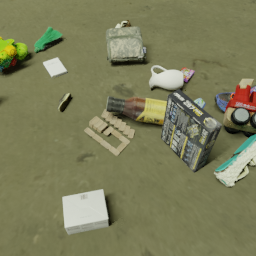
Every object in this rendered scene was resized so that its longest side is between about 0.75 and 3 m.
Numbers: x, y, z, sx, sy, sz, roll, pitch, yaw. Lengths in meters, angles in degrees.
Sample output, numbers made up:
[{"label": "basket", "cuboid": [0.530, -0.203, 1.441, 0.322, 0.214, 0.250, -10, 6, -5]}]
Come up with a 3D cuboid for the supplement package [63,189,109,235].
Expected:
[{"label": "supplement package", "cuboid": [-1.303, 2.594, 8.675, 1.275, 0.707, 0.993, -9, 53, -8]}]

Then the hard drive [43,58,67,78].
[{"label": "hard drive", "cuboid": [-3.483, -2.886, 13.386, 0.768, 0.148, 1.165, -25, 56, -18]}]

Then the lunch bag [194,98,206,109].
[{"label": "lunch bag", "cuboid": [2.351, -0.663, 10.166, 0.358, 0.868, 0.698, 46, 53, -9]}]

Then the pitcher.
[{"label": "pitcher", "cuboid": [1.712, -2.275, 12.427, 1.449, 0.879, 1.243, 1, 65, 10]}]

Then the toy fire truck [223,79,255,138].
[{"label": "toy fire truck", "cuboid": [5.114, -0.997, 10.878, 2.425, 1.772, 2.755, 12, 73, 10]}]

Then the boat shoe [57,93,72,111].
[{"label": "boat shoe", "cuboid": [-2.744, -1.097, 11.866, 0.333, 0.362, 1.013, 9, 51, 20]}]

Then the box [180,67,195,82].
[{"label": "box", "cuboid": [2.654, -2.485, 12.995, 0.586, 0.168, 0.857, 26, 49, 18]}]

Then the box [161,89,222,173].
[{"label": "box", "cuboid": [2.008, 0.152, 9.542, 0.588, 2.394, 1.930, -27, 56, -21]}]

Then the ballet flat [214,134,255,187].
[{"label": "ballet flat", "cuboid": [4.048, 1.164, 9.897, 2.519, 0.904, 0.904, -35, 60, -22]}]

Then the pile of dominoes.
[{"label": "pile of dominoes", "cuboid": [-0.685, 0.178, 10.996, 1.795, 0.286, 1.399, 37, 59, 16]}]

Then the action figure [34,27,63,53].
[{"label": "action figure", "cuboid": [-4.254, -4.465, 14.451, 0.987, 0.457, 1.671, 28, 64, 19]}]

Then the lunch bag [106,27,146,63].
[{"label": "lunch bag", "cuboid": [-0.122, -3.883, 13.521, 1.867, 1.301, 1.566, -4, 67, -3]}]

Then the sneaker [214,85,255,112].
[{"label": "sneaker", "cuboid": [4.994, -1.274, 11.481, 2.883, 1.131, 1.086, -2, 51, -2]}]

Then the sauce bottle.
[{"label": "sauce bottle", "cuboid": [0.654, -0.699, 10.922, 2.984, 0.985, 0.985, 9, 52, -2]}]

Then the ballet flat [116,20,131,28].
[{"label": "ballet flat", "cuboid": [-0.350, -5.501, 15.243, 0.463, 0.493, 1.364, 36, 60, 26]}]

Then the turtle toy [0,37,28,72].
[{"label": "turtle toy", "cuboid": [-5.811, -3.468, 13.186, 2.300, 1.162, 1.676, -36, 56, -26]}]
